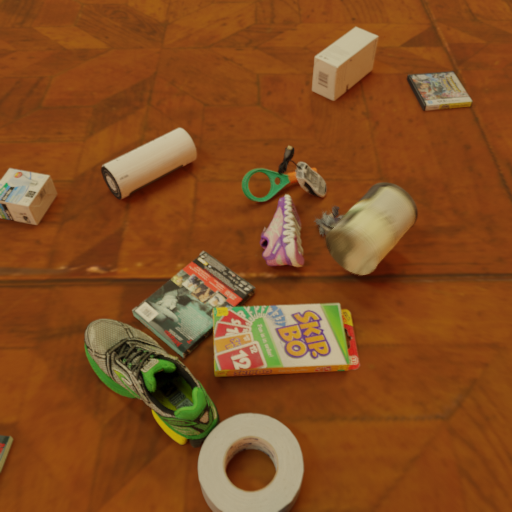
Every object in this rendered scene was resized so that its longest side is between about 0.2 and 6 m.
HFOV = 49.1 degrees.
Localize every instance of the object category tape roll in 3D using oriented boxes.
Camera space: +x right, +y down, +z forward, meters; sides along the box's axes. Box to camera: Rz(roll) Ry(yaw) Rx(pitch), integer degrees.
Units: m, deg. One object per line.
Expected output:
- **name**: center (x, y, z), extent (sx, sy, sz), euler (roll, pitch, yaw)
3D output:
- **tape roll**: center (-0.073, 2.970, 7.801), extent (1.453, 0.480, 1.453), euler (0, 50, 0)

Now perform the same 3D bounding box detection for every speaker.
- **speaker**: center (-2.184, -1.932, 11.583), extent (1.901, 0.772, 0.772), euler (-33, 58, -24)

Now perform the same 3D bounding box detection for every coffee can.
- **coffee can**: center (1.998, -0.482, 9.663), extent (1.006, 1.006, 1.375), euler (32, 57, 23)

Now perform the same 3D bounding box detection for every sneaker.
- **sneaker**: center (0.433, -0.452, 10.511), extent (0.765, 0.696, 1.730), euler (-16, 43, 17)
- **sneaker**: center (-1.599, 1.682, 8.437), extent (2.627, 1.119, 1.025), euler (30, 57, 23)

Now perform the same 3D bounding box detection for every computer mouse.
- **computer mouse**: center (0.923, -1.591, 11.221), extent (0.290, 1.320, 0.724), euler (-19, 46, 39)

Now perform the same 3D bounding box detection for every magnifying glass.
- **magnifying glass**: center (0.496, -1.541, 11.462), extent (1.681, 0.669, 0.188), euler (-16, 10, -23)

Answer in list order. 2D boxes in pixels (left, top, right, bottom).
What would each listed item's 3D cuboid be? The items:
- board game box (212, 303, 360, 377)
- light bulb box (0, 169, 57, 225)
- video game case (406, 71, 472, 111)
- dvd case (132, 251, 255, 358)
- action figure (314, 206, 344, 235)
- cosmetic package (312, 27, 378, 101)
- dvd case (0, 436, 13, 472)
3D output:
- **board game box**: center (0.483, 1.350, 9.136), extent (2.347, 0.352, 1.121), euler (0, 57, -7)
- **light bulb box**: center (-4.621, -1.177, 11.101), extent (0.916, 0.572, 0.908), euler (10, 52, 8)
- **video game case**: center (4.463, -4.049, 13.688), extent (1.201, 0.169, 1.329), euler (-6, 51, -5)
- **dvd case**: center (-1.068, 0.792, 9.754), extent (1.292, 0.195, 1.769), euler (34, 58, 24)
- **action figure**: center (1.601, -0.662, 10.742), extent (1.021, 0.354, 0.665), euler (1, 62, 22)
- **cosmetic package**: center (2.172, -4.706, 13.704), extent (0.717, 0.998, 1.768), euler (35, 61, 24)
- **dvd case**: center (-4.369, 3.016, 7.975), extent (1.452, 0.160, 1.060), euler (4, 51, 4)
